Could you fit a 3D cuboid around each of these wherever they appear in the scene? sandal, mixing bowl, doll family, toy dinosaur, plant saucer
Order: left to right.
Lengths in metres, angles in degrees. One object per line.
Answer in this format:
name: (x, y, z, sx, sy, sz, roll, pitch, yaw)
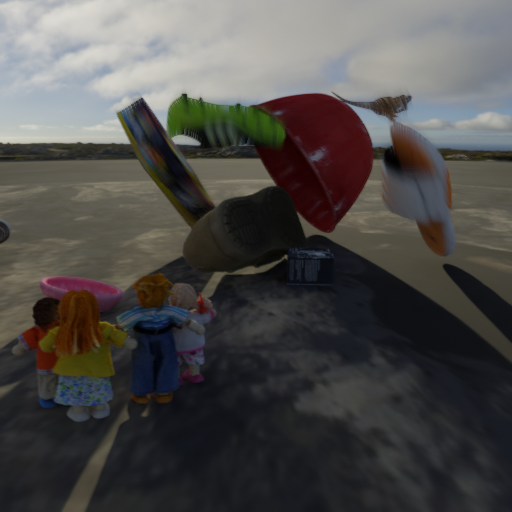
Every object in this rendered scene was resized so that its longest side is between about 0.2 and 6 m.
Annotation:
plant saucer: (-2.368, 0.528, 7.571, 1.085, 0.275, 1.085, 12, 5, -1)
doll family: (-1.121, 0.748, 4.907, 1.875, 1.164, 0.845, -6, 14, -23)
mixing bowl: (1.438, -2.397, 12.786, 1.820, 3.361, 3.361, -35, 21, -9)
toy dinosaur: (2.613, -3.186, 11.956, 1.835, 0.554, 0.974, -4, 19, -24)
sandal: (2.729, -0.864, 9.620, 0.863, 3.010, 1.153, -35, 40, -6)

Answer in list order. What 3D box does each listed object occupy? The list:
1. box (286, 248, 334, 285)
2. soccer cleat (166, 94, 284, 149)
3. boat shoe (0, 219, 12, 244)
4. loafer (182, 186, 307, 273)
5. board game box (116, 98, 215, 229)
box: (0.875, 0.169, 9.152, 0.748, 0.472, 0.761, 2, 13, 2)
soccer cleat: (-0.589, -2.414, 10.626, 2.257, 0.915, 0.762, 9, 51, -18)
boat shoe: (-5.902, -0.399, 11.321, 1.859, 0.668, 0.553, -2, 18, 7)
loafer: (-0.140, -0.437, 9.720, 1.185, 1.336, 3.515, -21, -6, 24)
board game box: (-1.753, -1.791, 11.783, 0.707, 2.492, 2.060, -32, 51, 2)
